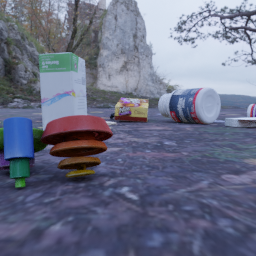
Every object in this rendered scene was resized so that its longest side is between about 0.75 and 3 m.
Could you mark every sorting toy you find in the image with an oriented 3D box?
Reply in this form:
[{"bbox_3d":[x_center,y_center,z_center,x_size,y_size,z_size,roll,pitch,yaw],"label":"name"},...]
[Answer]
[{"bbox_3d":[-1.163,0.375,3.724,1.959,0.804,1.177,-11,-14,18],"label":"sorting toy"}]

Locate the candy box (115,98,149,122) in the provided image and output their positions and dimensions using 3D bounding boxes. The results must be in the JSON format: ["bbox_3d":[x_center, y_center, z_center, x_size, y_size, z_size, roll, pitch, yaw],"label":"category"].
[{"bbox_3d":[0.281,-1.059,15.714,1.732,0.838,2.968,4,16,4],"label":"candy box"}]

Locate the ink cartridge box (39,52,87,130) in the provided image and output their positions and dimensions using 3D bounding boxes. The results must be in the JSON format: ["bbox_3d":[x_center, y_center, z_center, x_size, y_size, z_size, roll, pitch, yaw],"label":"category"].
[{"bbox_3d":[-2.015,-1.033,9.021,1.075,2.457,1.785,-3,6,4],"label":"ink cartridge box"}]

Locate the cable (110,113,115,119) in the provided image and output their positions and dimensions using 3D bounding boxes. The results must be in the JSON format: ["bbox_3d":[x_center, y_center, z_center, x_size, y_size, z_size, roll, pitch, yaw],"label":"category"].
[{"bbox_3d":[-0.180,-0.712,17.276,1.821,0.463,1.486,-1,0,9],"label":"cable"}]

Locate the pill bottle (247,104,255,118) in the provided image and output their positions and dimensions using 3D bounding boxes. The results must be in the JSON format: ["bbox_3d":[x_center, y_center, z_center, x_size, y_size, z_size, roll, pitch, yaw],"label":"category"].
[{"bbox_3d":[6.384,-0.611,12.694,1.698,0.955,0.955,5,7,43],"label":"pill bottle"}]

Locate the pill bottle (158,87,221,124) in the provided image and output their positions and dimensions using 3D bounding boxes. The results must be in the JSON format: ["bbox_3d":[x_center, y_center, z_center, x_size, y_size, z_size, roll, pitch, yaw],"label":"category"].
[{"bbox_3d":[2.947,-1.102,14.004,1.708,1.708,2.856,-4,5,-37],"label":"pill bottle"}]

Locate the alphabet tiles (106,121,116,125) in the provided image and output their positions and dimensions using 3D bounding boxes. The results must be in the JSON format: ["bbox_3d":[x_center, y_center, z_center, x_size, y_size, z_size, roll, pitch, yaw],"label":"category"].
[{"bbox_3d":[-1.655,-0.242,13.087,2.001,0.149,2.046,-3,5,-29],"label":"alphabet tiles"}]

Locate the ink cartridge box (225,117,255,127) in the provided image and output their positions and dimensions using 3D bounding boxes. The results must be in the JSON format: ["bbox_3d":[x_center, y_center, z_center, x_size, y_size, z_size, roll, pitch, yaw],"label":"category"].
[{"bbox_3d":[5.226,-0.227,11.653,1.741,0.379,1.511,-2,6,-20],"label":"ink cartridge box"}]
